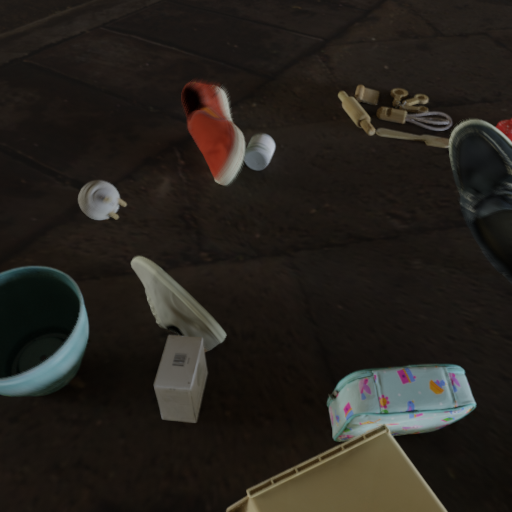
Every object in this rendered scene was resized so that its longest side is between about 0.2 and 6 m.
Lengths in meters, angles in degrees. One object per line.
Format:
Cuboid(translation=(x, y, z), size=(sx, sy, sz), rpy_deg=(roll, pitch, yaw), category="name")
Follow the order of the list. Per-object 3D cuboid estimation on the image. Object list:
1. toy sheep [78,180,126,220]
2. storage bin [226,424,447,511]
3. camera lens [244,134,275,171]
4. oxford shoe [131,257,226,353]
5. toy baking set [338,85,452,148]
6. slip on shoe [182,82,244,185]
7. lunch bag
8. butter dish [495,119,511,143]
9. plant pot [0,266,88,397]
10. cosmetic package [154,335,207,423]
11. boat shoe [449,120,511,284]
Cuboid(translation=(-2.839, -1.009, 10.220), size=(0.792, 0.792, 1.149), rpy_deg=(-35, 19, -31), category="toy sheep")
Cuboid(translation=(1.050, 3.207, 5.742), size=(2.114, 0.998, 2.129), rpy_deg=(-19, 47, -18), category="storage bin")
Cuboid(translation=(0.074, -2.203, 11.811), size=(0.551, 0.551, 0.688), rpy_deg=(10, 46, 10), category="camera lens")
Cuboid(translation=(-1.356, 0.733, 8.573), size=(0.639, 0.832, 2.213), rpy_deg=(-44, 56, -11), category="oxford shoe")
Cuboid(translation=(3.304, -3.420, 13.276), size=(2.271, 0.344, 2.958), rpy_deg=(-8, 44, -8), category="toy baking set")
Cuboid(translation=(-0.961, -2.580, 11.593), size=(0.897, 1.086, 2.932), rpy_deg=(11, 45, -33), category="slip on shoe")
Cuboid(translation=(1.704, 1.840, 6.963), size=(1.649, 1.323, 0.636), rpy_deg=(-2, 61, -9), category="lunch bag")
Cuboid(translation=(5.706, -2.824, 12.511), size=(0.712, 0.526, 0.710), rpy_deg=(-4, 42, -4), category="butter dish")
Cuboid(translation=(-3.077, 1.194, 7.673), size=(1.774, 1.189, 1.774), rpy_deg=(-3, 49, 4), category="plant pot")
Cuboid(translation=(-0.991, 1.648, 7.512), size=(0.507, 0.824, 0.822), rpy_deg=(3, 43, 7), category="cosmetic package")
Cuboid(translation=(3.773, -0.714, 8.731), size=(1.066, 2.852, 0.946), rpy_deg=(-14, 17, 30), category="boat shoe")
